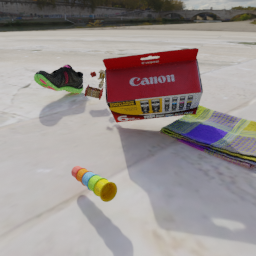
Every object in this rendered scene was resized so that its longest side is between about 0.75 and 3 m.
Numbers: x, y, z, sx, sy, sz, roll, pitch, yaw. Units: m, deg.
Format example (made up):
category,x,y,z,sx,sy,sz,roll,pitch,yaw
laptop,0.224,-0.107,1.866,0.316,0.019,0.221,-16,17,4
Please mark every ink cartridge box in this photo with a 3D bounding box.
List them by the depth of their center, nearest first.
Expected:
category,x,y,z,sx,sy,sz,roll,pitch,yaw
ink cartridge box,0.648,-1.024,7.394,2.386,1.000,2.095,-6,-18,6

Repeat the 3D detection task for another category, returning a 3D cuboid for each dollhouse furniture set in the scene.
category,x,y,z,sx,sy,sz,roll,pitch,yaw
dollhouse furniture set,-1.115,-1.554,9.680,0.579,1.076,0.438,15,32,0

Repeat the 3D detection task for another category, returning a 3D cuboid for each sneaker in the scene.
category,x,y,z,sx,sy,sz,roll,pitch,yaw
sneaker,-2.589,-1.950,10.668,0.962,1.050,2.506,17,10,23

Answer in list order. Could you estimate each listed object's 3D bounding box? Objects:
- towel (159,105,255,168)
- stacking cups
category,x,y,z,sx,sy,sz,roll,pitch,yaw
towel,2.487,0.064,7.386,2.024,0.321,2.819,-29,36,-36
stacking cups,-0.655,0.967,5.005,0.349,0.349,1.154,-17,18,-34
